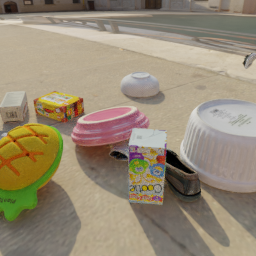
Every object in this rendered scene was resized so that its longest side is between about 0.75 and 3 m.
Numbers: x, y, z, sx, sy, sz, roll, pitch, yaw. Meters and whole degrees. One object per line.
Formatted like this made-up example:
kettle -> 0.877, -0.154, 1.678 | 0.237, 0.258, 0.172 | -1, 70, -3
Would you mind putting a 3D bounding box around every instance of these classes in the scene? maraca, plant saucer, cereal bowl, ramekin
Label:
maraca -> -2.627, 0.981, 7.007 | 1.873, 1.462, 2.733 | -3, 48, 18
plant saucer -> -0.604, -0.165, 9.083 | 2.576, 0.653, 2.576 | -10, 15, 3
cereal bowl -> 0.570, -2.188, 13.412 | 1.917, 0.798, 1.917 | -1, 28, 0
ramekin -> 2.979, 0.303, 7.943 | 2.881, 1.512, 2.881 | 0, 30, 0

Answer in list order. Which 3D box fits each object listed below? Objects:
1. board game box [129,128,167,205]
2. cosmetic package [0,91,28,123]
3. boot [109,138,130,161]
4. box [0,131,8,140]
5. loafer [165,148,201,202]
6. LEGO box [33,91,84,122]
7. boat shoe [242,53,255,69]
board game box -> 0.474, 0.929, 6.724 | 0.837, 1.625, 0.852 | 4, 29, 7
cosmetic package -> -4.466, -0.852, 11.039 | 0.806, 0.680, 1.559 | -5, 29, -9
boot -> -0.382, 0.526, 8.591 | 1.662, 0.611, 0.794 | 8, 44, 43
box -> -4.275, 0.681, 8.038 | 1.904, 0.474, 1.502 | 9, 45, 16
loafer -> 1.150, 0.922, 7.620 | 0.902, 0.790, 2.512 | -13, 31, -22
LEGO box -> -2.737, -0.889, 11.167 | 1.590, 0.614, 1.184 | 17, 32, 28
boat shoe -> 3.926, -2.225, 9.142 | 0.332, 0.968, 0.274 | -33, 75, 3
